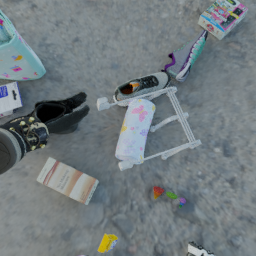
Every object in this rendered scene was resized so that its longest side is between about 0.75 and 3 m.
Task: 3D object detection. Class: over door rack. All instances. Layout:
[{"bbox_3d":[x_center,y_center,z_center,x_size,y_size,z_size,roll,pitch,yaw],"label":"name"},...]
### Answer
[{"bbox_3d":[0.568,-0.038,8.307,2.813,0.937,2.078,-13,72,-27],"label":"over door rack"}]

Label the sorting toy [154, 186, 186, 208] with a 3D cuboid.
[{"bbox_3d":[1.162,2.056,8.160,1.008,0.350,0.347,22,97,9],"label":"sorting toy"}]

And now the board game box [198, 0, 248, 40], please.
[{"bbox_3d":[3.364,-3.968,9.947,1.053,0.459,1.427,42,78,13],"label":"board game box"}]

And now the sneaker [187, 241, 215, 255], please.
[{"bbox_3d":[2.533,4.012,7.264,2.451,0.815,1.109,25,77,11],"label":"sneaker"}]

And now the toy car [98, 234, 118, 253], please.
[{"bbox_3d":[-0.151,3.119,5.460,0.952,0.646,1.941,5,79,26],"label":"toy car"}]

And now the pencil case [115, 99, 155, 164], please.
[{"bbox_3d":[0.251,0.096,8.469,0.894,0.819,1.971,17,73,-11],"label":"pencil case"}]

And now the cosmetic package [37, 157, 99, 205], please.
[{"bbox_3d":[-1.710,1.531,8.084,1.536,0.670,0.794,22,74,7],"label":"cosmetic package"}]

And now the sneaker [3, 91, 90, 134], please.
[{"bbox_3d":[-2.559,-0.263,8.182,2.996,1.563,0.900,-10,72,-4],"label":"sneaker"}]

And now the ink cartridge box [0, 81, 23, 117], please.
[{"bbox_3d":[-4.385,-0.759,8.979,2.002,0.371,0.948,-18,73,-3],"label":"ink cartridge box"}]

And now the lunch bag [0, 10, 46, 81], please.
[{"bbox_3d":[-4.058,-2.490,8.456,2.757,2.348,1.681,16,76,8],"label":"lunch bag"}]

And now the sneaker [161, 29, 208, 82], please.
[{"bbox_3d":[1.915,-2.578,9.365,0.907,0.771,2.071,28,75,14],"label":"sneaker"}]

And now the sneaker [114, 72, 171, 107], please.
[{"bbox_3d":[0.483,-1.300,8.927,1.983,0.786,0.733,-23,72,-8],"label":"sneaker"}]

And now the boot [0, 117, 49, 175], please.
[{"bbox_3d":[-2.456,0.300,5.767,2.596,1.955,0.950,-17,96,35],"label":"boot"}]
